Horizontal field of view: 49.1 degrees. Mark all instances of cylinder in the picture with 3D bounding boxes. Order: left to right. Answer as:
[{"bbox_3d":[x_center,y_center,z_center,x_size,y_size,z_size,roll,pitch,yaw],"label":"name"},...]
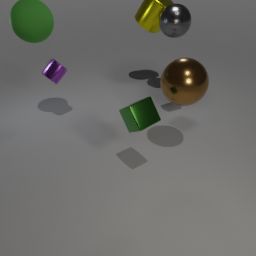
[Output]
[{"bbox_3d":[-2.772,-2.137,10.593,0.700,0.700,0.700,-53,44,0],"label":"cylinder"},{"bbox_3d":[1.240,-5.439,13.101,1.400,1.400,1.400,20,44,-21],"label":"cylinder"}]

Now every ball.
[{"bbox_3d":[-3.188,-3.558,9.316,1.400,1.400,1.400,0,31,0],"label":"ball"},{"bbox_3d":[2.036,-4.632,12.131,1.400,1.400,1.400,0,31,0],"label":"ball"},{"bbox_3d":[1.651,-1.345,8.219,1.400,1.400,1.400,0,31,0],"label":"ball"}]

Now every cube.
[{"bbox_3d":[0.310,-0.344,7.437,0.700,0.700,0.700,-27,7,-24],"label":"cube"}]
